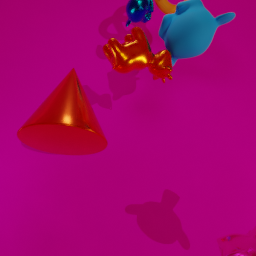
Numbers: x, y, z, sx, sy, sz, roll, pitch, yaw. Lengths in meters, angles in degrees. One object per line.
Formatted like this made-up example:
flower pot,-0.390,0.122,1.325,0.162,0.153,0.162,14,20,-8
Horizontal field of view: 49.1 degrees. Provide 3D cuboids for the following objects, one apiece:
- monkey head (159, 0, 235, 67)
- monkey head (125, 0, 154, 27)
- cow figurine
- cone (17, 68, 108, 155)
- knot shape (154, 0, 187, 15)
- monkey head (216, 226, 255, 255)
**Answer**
monkey head,1.290,-1.887,5.671,1.678,1.207,1.011,-36,71,28
monkey head,0.265,-3.011,6.916,0.659,1.093,0.786,4,57,-13
cow figurine,0.240,-1.230,5.160,1.173,0.644,1.154,-33,97,-23
cone,-1.075,-0.455,5.087,1.516,1.516,1.522,2,67,1
knot shape,1.079,-4.121,7.420,1.962,0.907,1.836,21,86,-6
monkey head,2.077,2.088,4.384,1.756,1.058,1.263,36,106,-14
